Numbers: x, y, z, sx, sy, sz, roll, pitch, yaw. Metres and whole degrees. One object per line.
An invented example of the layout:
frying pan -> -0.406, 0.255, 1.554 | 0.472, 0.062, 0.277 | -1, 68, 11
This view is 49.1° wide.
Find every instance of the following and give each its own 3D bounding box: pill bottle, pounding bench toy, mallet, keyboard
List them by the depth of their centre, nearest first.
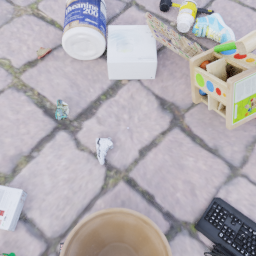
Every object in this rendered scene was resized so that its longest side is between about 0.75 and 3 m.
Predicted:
keyboard -> 3.169, 3.154, 7.074 | 2.971, 0.589, 1.546 | 35, 69, 16
pounding bench toy -> 2.907, -1.743, 8.048 | 1.626, 2.618, 2.042 | -26, 41, -12
pill bottle -> -1.507, -3.876, 9.958 | 1.464, 1.464, 2.638 | -1, 64, -1
pill bottle -> 2.204, -4.199, 10.575 | 0.646, 0.646, 1.161 | 15, 66, 7
mallet -> 2.308, -4.838, 11.066 | 2.158, 0.444, 0.711 | 6, 60, -3

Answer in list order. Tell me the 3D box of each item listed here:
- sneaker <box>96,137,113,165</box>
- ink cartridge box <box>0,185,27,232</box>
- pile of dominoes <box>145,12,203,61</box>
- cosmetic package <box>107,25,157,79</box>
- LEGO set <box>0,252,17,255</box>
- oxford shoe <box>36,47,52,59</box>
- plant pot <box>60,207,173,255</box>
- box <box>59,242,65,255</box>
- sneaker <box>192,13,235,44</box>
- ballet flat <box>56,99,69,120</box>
sneaker -> -0.680, 0.661, 8.399 | 0.500, 0.327, 0.869 | -10, 61, -2
ink cartridge box -> -3.414, 2.154, 7.612 | 0.938, 0.448, 1.068 | 11, 65, 5
pile of dominoes -> 1.558, -3.027, 9.204 | 2.322, 0.370, 1.810 | 21, 39, -36
cosmetic package -> 0.127, -2.589, 9.604 | 1.615, 0.996, 1.620 | -1, 66, 0
LEGO set -> -3.287, 3.539, 6.990 | 1.051, 0.609, 0.808 | 0, 35, -4
oxford shoe -> -2.960, -2.666, 9.731 | 0.306, 0.869, 0.325 | -40, 111, -42
plant pot -> -0.270, 3.284, 6.662 | 2.570, 1.186, 2.570 | 0, 65, -1
box -> -1.423, 3.378, 7.159 | 0.669, 0.204, 0.845 | -1, 65, 0
sneaker -> 3.026, -3.395, 10.168 | 1.170, 0.713, 1.792 | -13, 56, -9
ballet flat -> -2.046, -0.585, 8.788 | 0.430, 0.430, 1.159 | -12, 35, -6
